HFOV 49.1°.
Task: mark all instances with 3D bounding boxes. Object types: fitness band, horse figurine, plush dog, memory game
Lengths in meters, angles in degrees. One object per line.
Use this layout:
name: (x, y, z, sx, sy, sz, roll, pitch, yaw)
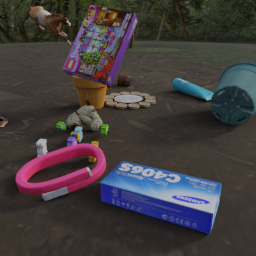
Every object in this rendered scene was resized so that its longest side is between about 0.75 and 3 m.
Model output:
fitness band: (-1.767, 1.089, 7.500, 2.366, 0.443, 1.699, -18, 29, -14)
horse figurine: (-2.025, -2.712, 7.126, 1.580, 0.394, 1.047, 34, -7, 17)
plush dog: (-1.833, -0.386, 10.968, 1.218, 1.138, 1.419, -31, 30, -11)
memory game: (0.046, -1.452, 14.497, 2.835, 0.181, 2.835, 0, 23, 0)

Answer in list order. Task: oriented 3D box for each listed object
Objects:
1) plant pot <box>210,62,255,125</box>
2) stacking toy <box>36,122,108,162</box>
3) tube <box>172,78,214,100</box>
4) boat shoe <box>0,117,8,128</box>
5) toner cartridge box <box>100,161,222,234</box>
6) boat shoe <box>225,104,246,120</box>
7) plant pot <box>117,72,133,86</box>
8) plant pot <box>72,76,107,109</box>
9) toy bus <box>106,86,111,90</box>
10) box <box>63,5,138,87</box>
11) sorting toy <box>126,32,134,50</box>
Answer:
plant pot: (4.670, -1.351, 11.847, 2.298, 2.298, 2.250, 13, 34, 29)
stacking toy: (-1.771, 0.398, 9.536, 1.857, 0.579, 2.463, 4, 20, 5)
tube: (3.656, -2.088, 15.528, 1.081, 0.703, 2.791, -22, 34, -29)
boat shoe: (-5.160, -0.304, 11.471, 0.319, 0.318, 0.883, -2, 22, -6)
toner cartridge box: (0.763, 1.521, 6.631, 2.611, 0.564, 1.240, 10, 24, 23)
boat shoe: (4.382, -0.633, 11.852, 0.506, 0.439, 1.187, -34, 44, -23)
plant pot: (-0.180, -3.030, 17.671, 0.818, 0.827, 0.827, 13, 24, 11)
plant pot: (-1.753, -1.780, 13.425, 1.730, 1.583, 1.730, 1, 22, 0)
toy bus: (-1.221, -2.760, 16.984, 0.536, 0.790, 0.759, 5, 15, 8)
box: (-0.976, -2.943, 9.902, 1.815, 2.653, 0.519, 18, -8, 20)
sorting toy: (-0.323, -4.418, 13.648, 1.388, 1.863, 0.249, -22, 61, -17)
